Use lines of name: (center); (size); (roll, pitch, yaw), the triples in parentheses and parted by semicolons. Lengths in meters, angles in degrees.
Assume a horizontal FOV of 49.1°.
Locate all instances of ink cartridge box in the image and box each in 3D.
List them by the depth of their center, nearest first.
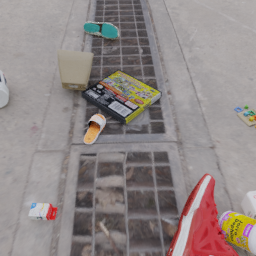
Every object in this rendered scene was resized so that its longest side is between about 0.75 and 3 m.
ink cartridge box: (4.256, 2.705, 8.032); (1.289, 0.728, 1.759); (-6, 47, -5)
ink cartridge box: (-2.572, 2.541, 8.518); (0.755, 0.254, 0.438); (1, 47, 0)

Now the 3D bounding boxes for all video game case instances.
video game case: (-0.280, -1.458, 12.260); (2.639, 0.337, 2.385); (33, 55, 28)

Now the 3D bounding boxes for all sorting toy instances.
sorting toy: (5.033, -0.479, 11.418); (0.842, 0.204, 1.496); (-18, 49, -17)

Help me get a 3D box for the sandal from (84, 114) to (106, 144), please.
sandal: (-1.282, -0.060, 10.845); (0.611, 0.457, 1.594); (9, 47, 9)

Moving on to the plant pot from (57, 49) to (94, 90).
plant pot: (-2.333, -2.440, 12.238); (1.505, 1.507, 1.334); (4, 83, -10)

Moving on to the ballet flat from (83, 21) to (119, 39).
ballet flat: (-1.419, -5.638, 15.973); (2.366, 0.849, 0.849); (21, 50, 18)

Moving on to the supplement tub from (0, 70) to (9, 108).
supplement tub: (-5.721, -1.709, 11.928); (1.140, 1.140, 1.624); (-17, 48, -16)

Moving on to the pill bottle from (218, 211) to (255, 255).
pill bottle: (3.201, 2.793, 7.363); (0.830, 0.830, 1.592); (-28, 13, -24)

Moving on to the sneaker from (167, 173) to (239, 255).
sneaker: (2.325, 2.815, 7.886); (1.678, 1.138, 2.905); (25, 63, 11)
